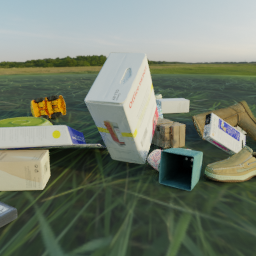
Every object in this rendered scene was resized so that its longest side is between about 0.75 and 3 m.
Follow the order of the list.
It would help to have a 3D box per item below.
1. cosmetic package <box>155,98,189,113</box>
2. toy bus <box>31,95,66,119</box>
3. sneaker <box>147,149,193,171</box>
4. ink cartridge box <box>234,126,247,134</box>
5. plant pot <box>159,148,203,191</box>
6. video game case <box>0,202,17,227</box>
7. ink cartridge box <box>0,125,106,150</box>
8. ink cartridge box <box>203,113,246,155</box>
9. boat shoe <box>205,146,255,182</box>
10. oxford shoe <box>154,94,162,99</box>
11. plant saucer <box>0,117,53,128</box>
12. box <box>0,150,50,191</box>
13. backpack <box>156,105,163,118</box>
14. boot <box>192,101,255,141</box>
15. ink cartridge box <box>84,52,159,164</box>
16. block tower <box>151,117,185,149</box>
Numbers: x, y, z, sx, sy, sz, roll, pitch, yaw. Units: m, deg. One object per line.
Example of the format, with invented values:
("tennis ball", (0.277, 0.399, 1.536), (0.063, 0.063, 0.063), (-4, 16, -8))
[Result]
("cosmetic package", (2.256, -1.159, 14.384), (1.562, 0.663, 0.840), (-4, 16, -14))
("toy bus", (-3.850, -0.894, 12.922), (1.514, 1.027, 1.453), (-15, 7, -38))
("sneaker", (1.075, 0.743, 7.148), (1.285, 0.484, 0.672), (-9, 18, -30))
("ink cartridge box", (3.790, -0.129, 10.470), (1.334, 0.560, 0.966), (-3, 14, -14))
("plant pot", (1.281, 0.839, 6.362), (0.749, 0.748, 1.060), (8, 11, 30))
("video game case", (-3.276, 1.605, 4.258), (1.744, 0.232, 2.441), (9, 17, 31))
("ink cartridge box", (-1.967, 0.274, 7.402), (2.623, 0.616, 2.592), (-3, -5, -2))
("ink cartridge box", (2.563, 0.226, 7.356), (1.439, 0.681, 0.267), (27, -29, -25))
("boat shoe", (2.674, 0.767, 6.515), (1.947, 0.741, 0.698), (-5, 15, -19))
("oxford shoe", (0.850, -1.324, 15.344), (2.124, 0.613, 0.799), (-12, 16, 14))
("plant saucer", (-4.049, -0.061, 10.598), (2.482, 0.386, 2.482), (0, 15, 0))
("box", (-2.648, 0.908, 6.084), (1.723, 0.670, 0.818), (-1, 14, -5))
("backpack", (0.924, -0.548, 11.734), (1.247, 0.959, 1.018), (4, -7, -41))
("boot", (3.300, 0.019, 9.320), (1.831, 1.604, 0.606), (-20, -28, -3))
("ink cartridge box", (-0.012, -0.461, 7.038), (0.986, 2.364, 1.716), (7, 54, 20))
("block tower", (0.742, -0.012, 9.628), (0.731, 0.783, 2.708), (-9, 15, -33))
